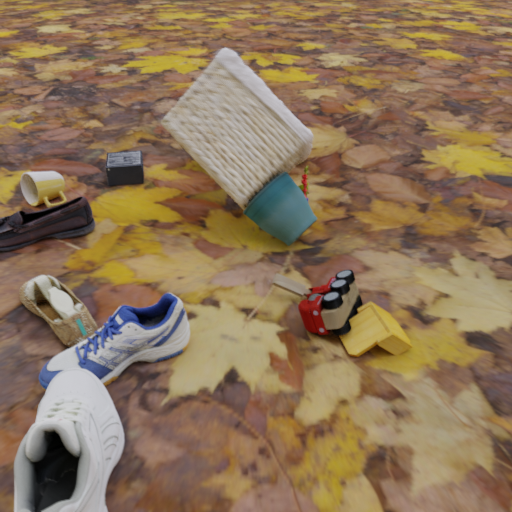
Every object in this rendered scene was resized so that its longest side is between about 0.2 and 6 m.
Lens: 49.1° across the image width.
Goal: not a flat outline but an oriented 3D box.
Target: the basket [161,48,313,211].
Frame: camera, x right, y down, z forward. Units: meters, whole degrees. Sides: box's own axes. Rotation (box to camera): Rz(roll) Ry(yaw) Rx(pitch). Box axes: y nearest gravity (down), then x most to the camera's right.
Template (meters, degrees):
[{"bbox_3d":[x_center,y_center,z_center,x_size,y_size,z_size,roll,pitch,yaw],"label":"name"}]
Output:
[{"bbox_3d":[-0.361,-2.438,11.510,2.446,1.967,2.424,47,2,2],"label":"basket"}]

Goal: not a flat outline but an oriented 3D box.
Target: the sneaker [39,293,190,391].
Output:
[{"bbox_3d":[-2.116,1.216,8.326,2.316,1.021,0.872,-22,41,-27],"label":"sneaker"}]

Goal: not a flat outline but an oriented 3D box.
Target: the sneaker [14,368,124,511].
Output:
[{"bbox_3d":[-2.160,2.176,6.498,1.109,1.414,2.845,-7,34,-11],"label":"sneaker"}]

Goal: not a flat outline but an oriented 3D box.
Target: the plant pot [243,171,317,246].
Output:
[{"bbox_3d":[0.558,-0.863,11.210,1.136,1.209,1.209,47,46,4],"label":"plant pot"}]

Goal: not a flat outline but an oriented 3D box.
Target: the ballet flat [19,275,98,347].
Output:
[{"bbox_3d":[-3.347,0.718,9.321,2.205,0.720,0.777,27,48,36],"label":"ballet flat"}]

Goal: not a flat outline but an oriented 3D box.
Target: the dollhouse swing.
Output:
[{"bbox_3d":[1.876,1.304,8.974,0.760,0.735,0.836,32,19,-31],"label":"dollhouse swing"}]

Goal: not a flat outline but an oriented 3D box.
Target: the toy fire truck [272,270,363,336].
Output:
[{"bbox_3d":[0.939,0.724,9.398,1.361,0.876,1.198,-10,22,29],"label":"toy fire truck"}]

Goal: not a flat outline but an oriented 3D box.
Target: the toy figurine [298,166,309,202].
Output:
[{"bbox_3d":[0.637,-1.326,12.346,1.022,0.900,1.707,-1,32,8],"label":"toy figurine"}]

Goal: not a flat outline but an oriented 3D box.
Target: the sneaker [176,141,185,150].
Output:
[{"bbox_3d":[-0.536,-2.991,14.281,3.083,1.147,1.350,20,66,13],"label":"sneaker"}]

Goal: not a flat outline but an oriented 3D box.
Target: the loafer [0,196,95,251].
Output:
[{"bbox_3d":[-4.586,-0.713,11.448,2.446,0.770,0.879,-12,35,-17],"label":"loafer"}]

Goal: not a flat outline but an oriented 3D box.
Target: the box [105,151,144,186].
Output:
[{"bbox_3d":[-3.241,-2.171,13.857,0.880,0.542,0.873,-5,34,-8],"label":"box"}]

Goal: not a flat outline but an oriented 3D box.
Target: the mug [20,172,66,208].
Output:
[{"bbox_3d":[-4.829,-1.517,12.900,0.766,0.956,0.785,-14,7,44],"label":"mug"}]
